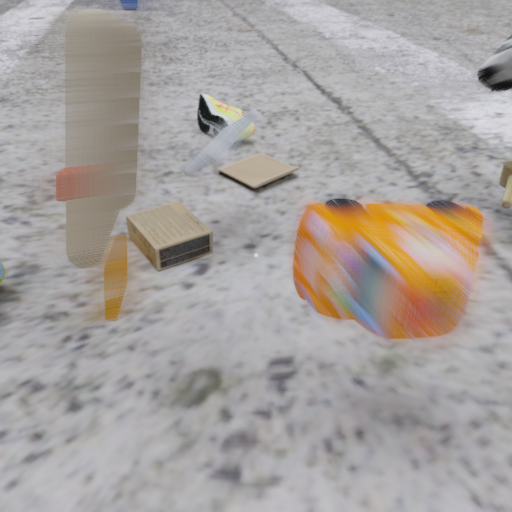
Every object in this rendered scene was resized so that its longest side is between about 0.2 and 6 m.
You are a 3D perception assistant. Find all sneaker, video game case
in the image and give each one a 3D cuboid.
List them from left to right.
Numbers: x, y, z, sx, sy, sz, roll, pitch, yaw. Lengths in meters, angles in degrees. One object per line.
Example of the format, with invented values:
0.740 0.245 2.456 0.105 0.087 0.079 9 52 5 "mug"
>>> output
-0.526 -1.652 8.248 1.078 0.119 0.983 -51 20 -25 "video game case"
-0.694 -3.033 12.478 0.882 0.763 1.954 -12 42 -27 "sneaker"
4.165 -3.111 8.202 0.718 0.978 2.162 35 -2 -11 "sneaker"

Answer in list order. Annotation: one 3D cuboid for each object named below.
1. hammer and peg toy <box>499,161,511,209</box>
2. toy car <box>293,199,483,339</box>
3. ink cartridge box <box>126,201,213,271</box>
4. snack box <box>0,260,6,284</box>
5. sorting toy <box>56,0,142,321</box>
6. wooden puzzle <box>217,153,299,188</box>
4.821 -0.622 8.688 2.397 0.845 1.763 23 42 31 "hammer and peg toy"
1.625 -0.730 4.263 1.753 3.574 1.189 17 28 -15 "toy car"
-1.339 -0.336 8.606 0.947 0.432 1.149 -18 38 -27 "ink cartridge box"
-4.247 0.632 6.796 1.688 0.677 2.002 1 41 -2 "snack box"
-1.363 -1.034 4.716 0.474 3.483 1.961 5 19 -5 "sorting toy"
0.036 -1.620 10.763 1.119 0.225 1.210 -27 38 -34 "wooden puzzle"
